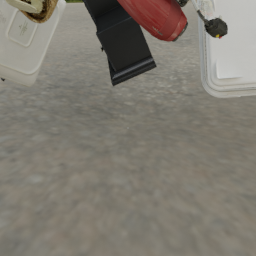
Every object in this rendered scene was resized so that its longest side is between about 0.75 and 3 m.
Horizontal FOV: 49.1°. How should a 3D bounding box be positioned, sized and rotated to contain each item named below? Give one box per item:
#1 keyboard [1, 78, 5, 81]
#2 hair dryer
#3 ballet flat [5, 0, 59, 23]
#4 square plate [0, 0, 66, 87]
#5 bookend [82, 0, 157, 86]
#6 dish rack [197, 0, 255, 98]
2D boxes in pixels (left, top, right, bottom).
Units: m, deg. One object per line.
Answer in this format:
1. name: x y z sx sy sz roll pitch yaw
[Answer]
1. keyboard: -3.250 -1.976 6.311 1.274 2.005 0.207 -30 0 11
2. hair dryer: 0.453 -1.785 3.768 1.852 0.503 1.411 -7 70 -37
3. ballet flat: -0.967 -1.369 2.218 0.594 0.550 1.684 6 -6 12
4. square plate: -1.522 -1.387 3.874 0.216 1.522 1.507 26 5 21
5. bookend: -0.467 -2.729 6.580 1.130 2.438 2.453 -23 41 9
6. dish rack: 2.631 -1.793 4.982 2.810 2.412 0.612 -1 8 26
